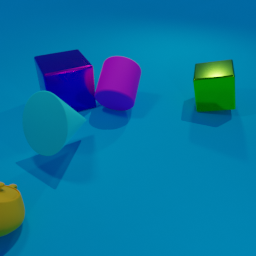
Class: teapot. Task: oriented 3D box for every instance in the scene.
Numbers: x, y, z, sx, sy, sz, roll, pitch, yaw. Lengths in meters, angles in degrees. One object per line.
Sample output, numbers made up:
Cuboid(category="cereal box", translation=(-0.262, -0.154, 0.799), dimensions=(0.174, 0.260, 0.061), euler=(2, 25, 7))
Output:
Cuboid(category="teapot", translation=(-2.286, 1.332, 4.754), dimensions=(1.030, 0.811, 1.656), euler=(13, 7, 0))

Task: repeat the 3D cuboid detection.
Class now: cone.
Cuboid(category="cone", translation=(-1.391, -0.144, 6.371), dimensions=(1.358, 1.358, 1.363), euler=(23, 17, 28))

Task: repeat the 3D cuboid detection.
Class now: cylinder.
Cuboid(category="cylinder", translation=(-0.269, -1.230, 7.871), dimensions=(1.123, 1.123, 1.123), euler=(8, 67, 11))

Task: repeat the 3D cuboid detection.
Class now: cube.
Cuboid(category="cube", translation=(2.472, -1.205, 7.999), dimensions=(1.065, 1.065, 1.065), euler=(-3, 36, 19))
Cuboid(category="cube", translation=(-1.806, -1.324, 8.109), dimensions=(1.342, 1.342, 1.342), euler=(-16, 40, -20))
